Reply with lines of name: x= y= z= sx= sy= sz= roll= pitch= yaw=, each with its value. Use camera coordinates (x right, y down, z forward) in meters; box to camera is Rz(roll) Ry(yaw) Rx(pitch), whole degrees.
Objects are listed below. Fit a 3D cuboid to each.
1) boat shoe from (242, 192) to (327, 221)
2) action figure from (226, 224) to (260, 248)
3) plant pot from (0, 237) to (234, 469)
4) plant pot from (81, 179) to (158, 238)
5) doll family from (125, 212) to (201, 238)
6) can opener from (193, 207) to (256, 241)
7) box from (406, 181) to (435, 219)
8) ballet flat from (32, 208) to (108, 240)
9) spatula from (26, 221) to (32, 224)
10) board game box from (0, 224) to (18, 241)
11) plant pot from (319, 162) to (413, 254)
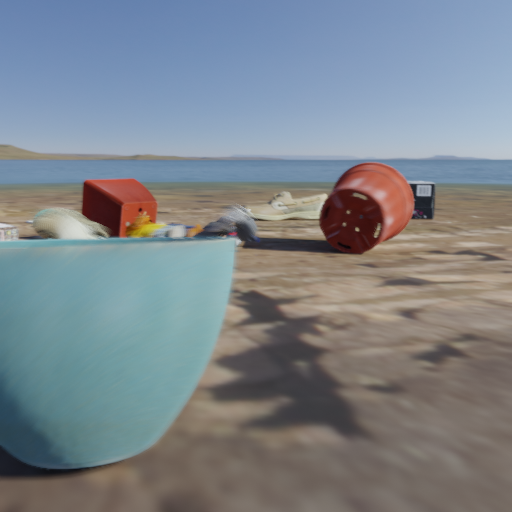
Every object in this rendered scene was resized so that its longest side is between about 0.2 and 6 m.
boat shoe: x=0.759 y=-1.395 z=15.482 sx=2.430 sy=0.789 sz=0.876 roll=0 pitch=9 yaw=-2
action figure: x=-0.297 y=-0.349 z=10.595 sx=0.739 sy=0.386 sz=0.715 roll=24 pitch=27 yaw=2
plant pot: x=-0.945 y=0.470 z=3.083 sx=1.661 sy=1.119 sz=1.661 roll=-1 pitch=3 yaw=0
plant pot: x=-2.616 y=-0.791 z=11.047 sx=1.082 sy=1.226 sz=1.227 roll=23 pitch=22 yaw=37
doll family: x=-1.545 y=-0.376 z=9.371 sx=1.058 sy=0.768 sz=1.705 roll=2 pitch=9 yaw=28
can opener: x=-0.506 y=-0.291 z=8.315 sx=0.412 sy=0.517 sz=1.546 roll=-28 pitch=-2 yaw=-34
box: x=4.217 y=-1.608 z=15.966 sx=1.592 sy=1.052 sz=0.913 roll=2 pitch=10 yaw=10
ballet flat: x=-2.691 y=-0.346 z=8.530 sx=0.609 sy=0.548 sz=1.617 roll=32 pitch=1 yaw=14
spatula: x=-5.176 y=-0.880 z=14.411 sx=1.256 sy=0.145 sz=1.806 roll=-9 pitch=13 yaw=-37
board game box: x=-4.453 y=-0.152 z=8.608 sx=0.983 sy=0.597 sz=1.233 roll=9 pitch=13 yaw=44
plant pot: x=1.922 y=-0.792 z=10.157 sx=1.590 sy=1.590 sz=1.547 roll=4 pitch=19 yaw=23
